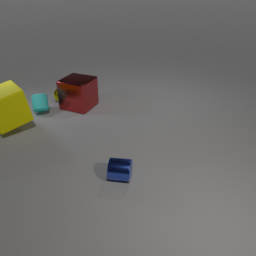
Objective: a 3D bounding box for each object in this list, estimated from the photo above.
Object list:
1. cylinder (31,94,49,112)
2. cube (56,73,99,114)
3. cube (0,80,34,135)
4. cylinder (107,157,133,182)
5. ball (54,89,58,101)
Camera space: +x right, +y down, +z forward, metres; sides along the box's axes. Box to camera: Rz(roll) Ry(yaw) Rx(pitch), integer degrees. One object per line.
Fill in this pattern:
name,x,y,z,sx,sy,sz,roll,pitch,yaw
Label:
cylinder,-3.995,-1.139,12.745,0.700,0.700,0.700,-9,-7,-1
cube,-2.338,-1.660,13.204,1.400,1.400,1.400,12,32,20
cube,-4.862,-0.853,11.176,1.400,1.400,1.400,-30,41,-27
cylinder,-0.244,1.290,8.735,0.700,0.700,0.700,4,30,8
ball,-3.331,-1.650,13.894,0.700,0.700,0.700,0,30,0
